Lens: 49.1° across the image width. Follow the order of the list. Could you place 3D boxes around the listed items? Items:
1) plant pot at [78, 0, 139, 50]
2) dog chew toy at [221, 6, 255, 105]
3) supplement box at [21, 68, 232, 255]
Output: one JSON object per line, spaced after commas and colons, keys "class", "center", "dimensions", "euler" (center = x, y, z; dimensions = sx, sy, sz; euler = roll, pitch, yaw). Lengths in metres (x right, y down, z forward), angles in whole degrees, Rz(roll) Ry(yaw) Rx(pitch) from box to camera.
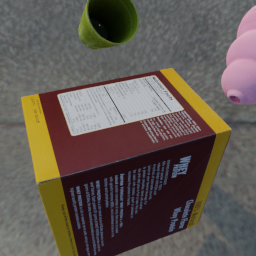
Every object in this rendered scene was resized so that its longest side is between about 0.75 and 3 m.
{"class": "plant pot", "center": [-0.592, -2.388, 6.546], "dimensions": [1.254, 1.207, 1.254], "euler": [2, 86, -29]}
{"class": "dog chew toy", "center": [2.293, -1.243, 4.810], "dimensions": [1.247, 1.247, 2.003], "euler": [35, 75, 5]}
{"class": "supplement box", "center": [-0.126, 0.810, 5.500], "dimensions": [2.987, 2.946, 1.983], "euler": [-14, 44, -16]}
